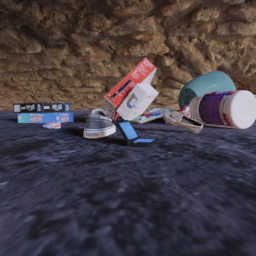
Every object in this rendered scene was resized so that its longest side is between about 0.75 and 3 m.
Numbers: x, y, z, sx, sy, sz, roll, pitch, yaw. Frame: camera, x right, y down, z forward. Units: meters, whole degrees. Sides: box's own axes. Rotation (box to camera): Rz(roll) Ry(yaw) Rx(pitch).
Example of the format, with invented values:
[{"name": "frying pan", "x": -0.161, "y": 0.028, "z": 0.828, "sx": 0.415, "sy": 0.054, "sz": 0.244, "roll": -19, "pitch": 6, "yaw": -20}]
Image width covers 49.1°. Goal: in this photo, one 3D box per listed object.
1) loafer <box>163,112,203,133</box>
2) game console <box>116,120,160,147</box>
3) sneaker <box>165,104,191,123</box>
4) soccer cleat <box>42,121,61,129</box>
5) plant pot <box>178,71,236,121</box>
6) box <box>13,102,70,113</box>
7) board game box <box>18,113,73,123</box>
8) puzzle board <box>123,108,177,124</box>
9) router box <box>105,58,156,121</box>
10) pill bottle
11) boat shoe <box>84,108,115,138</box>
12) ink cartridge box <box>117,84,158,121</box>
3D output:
[{"name": "loafer", "x": 1.872, "y": -0.273, "z": 9.460, "sx": 1.371, "sy": 0.493, "sz": 0.431, "roll": 22, "pitch": -22, "yaw": 2}, {"name": "game console", "x": 0.260, "y": 0.108, "z": 6.847, "sx": 0.878, "sy": 0.581, "sz": 0.998, "roll": 1, "pitch": 5, "yaw": 19}, {"name": "sneaker", "x": 2.768, "y": -0.600, "z": 14.690, "sx": 1.758, "sy": 0.776, "sz": 0.715, "roll": -23, "pitch": 11, "yaw": -7}, {"name": "soccer cleat", "x": -3.078, "y": -0.129, "z": 11.243, "sx": 0.833, "sy": 0.305, "sz": 0.284, "roll": 2, "pitch": 5, "yaw": 20}, {"name": "plant pot", "x": 4.184, "y": -1.607, "z": 15.633, "sx": 2.242, "sy": 2.793, "sz": 2.793, "roll": -17, "pitch": 12, "yaw": -27}, {"name": "box", "x": -4.749, "y": -1.119, "z": 15.445, "sx": 2.454, "sy": 0.534, "sz": 1.966, "roll": 1, "pitch": 4, "yaw": 32}, {"name": "board game box", "x": -4.306, "y": -0.538, "z": 14.790, "sx": 2.274, "sy": 0.512, "sz": 1.729, "roll": 2, "pitch": 5, "yaw": 18}, {"name": "puzzle board", "x": 1.108, "y": -0.727, "z": 15.234, "sx": 2.129, "sy": 0.246, "sz": 2.826, "roll": -19, "pitch": 10, "yaw": -15}, {"name": "router box", "x": 0.037, "y": -1.798, "z": 13.904, "sx": 2.662, "sy": 0.725, "sz": 2.966, "roll": -44, "pitch": -5, "yaw": -10}, {"name": "pill bottle", "x": 3.943, "y": -0.816, "z": 12.052, "sx": 1.524, "sy": 1.524, "sz": 2.735, "roll": -3, "pitch": 6, "yaw": -27}, {"name": "boat shoe", "x": -0.933, "y": -0.221, "z": 9.150, "sx": 0.886, "sy": 0.837, "sz": 2.470, "roll": 1, "pitch": 5, "yaw": 7}, {"name": "ink cartridge box", "x": 0.433, "y": -1.147, "z": 12.431, "sx": 0.711, "sy": 1.625, "sz": 1.181, "roll": 49, "pitch": 29, "yaw": 16}]
